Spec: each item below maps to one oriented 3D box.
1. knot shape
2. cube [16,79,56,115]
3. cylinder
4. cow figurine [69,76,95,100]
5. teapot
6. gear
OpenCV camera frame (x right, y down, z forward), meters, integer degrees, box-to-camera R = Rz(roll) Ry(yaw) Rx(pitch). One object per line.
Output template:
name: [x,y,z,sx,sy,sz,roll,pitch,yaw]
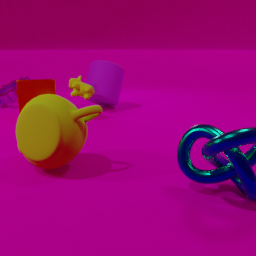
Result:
knot shape: [1.373,0.382,3.814,1.338,1.252,0.618,32,56,10]
cube: [-2.629,-0.888,8.224,1.031,1.031,1.031,-4,8,-14]
cylinder: [-0.811,-1.474,9.422,1.203,1.203,1.203,12,-10,2]
cow figurine: [-1.349,-1.173,8.180,0.894,0.491,0.880,17,26,8]
teapot: [-1.321,0.088,4.968,2.048,1.273,1.003,-26,-10,24]
gear: [-4.169,-1.316,10.004,1.585,0.293,1.585,-18,31,11]
